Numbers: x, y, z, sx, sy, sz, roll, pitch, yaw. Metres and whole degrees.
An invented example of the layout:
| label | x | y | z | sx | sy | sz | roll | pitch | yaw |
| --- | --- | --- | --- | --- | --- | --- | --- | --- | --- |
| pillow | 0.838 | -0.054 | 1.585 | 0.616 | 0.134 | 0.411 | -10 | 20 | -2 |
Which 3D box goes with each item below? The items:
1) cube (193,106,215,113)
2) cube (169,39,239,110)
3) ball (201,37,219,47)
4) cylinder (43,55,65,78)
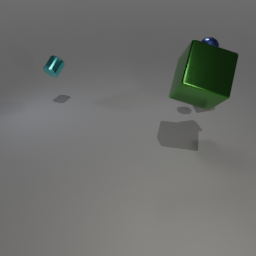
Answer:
| label | x | y | z | sx | sy | sz | roll | pitch | yaw |
| --- | --- | --- | --- | --- | --- | --- | --- | --- | --- |
| cube | 2.755 | -1.073 | 10.199 | 0.700 | 0.700 | 0.700 | -9 | 47 | -7 |
| cube | 2.202 | -1.524 | 8.358 | 1.400 | 1.400 | 1.400 | 17 | -12 | -4 |
| ball | 2.833 | -2.821 | 9.813 | 0.700 | 0.700 | 0.700 | 0 | 31 | 0 |
| cylinder | -3.215 | -2.665 | 12.177 | 0.700 | 0.700 | 0.700 | 17 | 72 | 26 |
